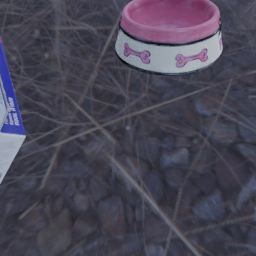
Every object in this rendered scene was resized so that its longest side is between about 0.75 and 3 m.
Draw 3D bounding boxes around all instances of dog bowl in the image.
[{"bbox_3d":[0.760,-1.846,5.221,2.063,0.760,2.063,-2,45,2],"label":"dog bowl"}]

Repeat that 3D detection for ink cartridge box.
[{"bbox_3d":[-2.537,-0.608,5.163,0.568,2.621,2.573,-2,59,-41],"label":"ink cartridge box"}]
